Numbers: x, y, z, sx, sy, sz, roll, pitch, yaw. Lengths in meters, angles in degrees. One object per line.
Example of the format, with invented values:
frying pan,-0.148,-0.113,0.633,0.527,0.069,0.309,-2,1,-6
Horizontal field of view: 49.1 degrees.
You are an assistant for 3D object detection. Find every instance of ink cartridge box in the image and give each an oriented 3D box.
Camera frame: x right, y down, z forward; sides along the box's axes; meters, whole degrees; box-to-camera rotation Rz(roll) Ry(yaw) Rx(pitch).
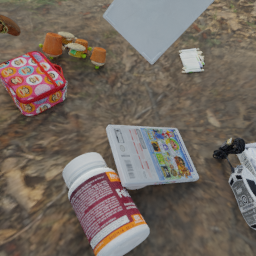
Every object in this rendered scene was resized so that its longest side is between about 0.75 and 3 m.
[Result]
ink cartridge box,4.661,1.459,7.355,2.662,0.578,2.637,-8,54,-7

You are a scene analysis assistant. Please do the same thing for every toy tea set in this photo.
toy tea set,-2.010,-2.766,10.350,2.482,0.919,1.476,30,30,23

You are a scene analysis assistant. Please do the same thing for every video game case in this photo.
video game case,0.675,0.689,7.438,2.347,0.211,1.681,3,53,-31

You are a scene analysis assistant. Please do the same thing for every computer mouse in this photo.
computer mouse,2.997,1.402,7.163,0.514,1.284,2.342,-10,66,-16

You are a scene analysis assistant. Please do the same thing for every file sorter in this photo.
file sorter,0.993,-3.342,7.199,1.771,2.553,1.589,42,33,-8

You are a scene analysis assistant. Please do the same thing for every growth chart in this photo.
growth chart,2.392,-2.530,10.441,0.943,0.116,1.303,-1,55,-2

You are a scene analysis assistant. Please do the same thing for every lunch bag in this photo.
lunch bag,-3.047,-1.578,9.351,1.939,0.902,2.201,-31,61,-25

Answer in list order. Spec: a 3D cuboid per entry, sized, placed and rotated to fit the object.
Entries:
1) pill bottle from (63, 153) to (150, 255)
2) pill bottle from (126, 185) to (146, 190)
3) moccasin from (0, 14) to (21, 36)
pill bottle,-0.607,1.795,6.656,1.310,1.310,2.294,-25,59,-17
pill bottle,0.114,0.912,7.603,0.769,0.769,1.357,-10,56,-7
moccasin,-3.532,-2.816,7.594,0.524,1.432,0.553,-14,77,20
